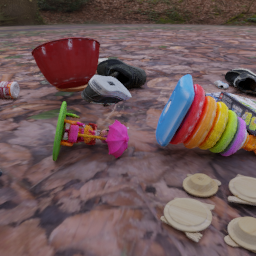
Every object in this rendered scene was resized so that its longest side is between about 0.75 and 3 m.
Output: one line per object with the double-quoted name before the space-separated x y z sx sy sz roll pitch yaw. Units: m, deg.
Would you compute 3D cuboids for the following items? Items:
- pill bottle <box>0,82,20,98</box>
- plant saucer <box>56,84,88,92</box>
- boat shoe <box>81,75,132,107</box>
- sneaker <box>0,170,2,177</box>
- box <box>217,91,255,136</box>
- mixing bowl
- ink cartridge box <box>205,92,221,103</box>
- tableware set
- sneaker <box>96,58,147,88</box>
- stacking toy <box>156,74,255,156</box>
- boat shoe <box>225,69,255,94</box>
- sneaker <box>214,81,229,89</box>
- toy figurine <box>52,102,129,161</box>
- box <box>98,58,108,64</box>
"pill bottle" -5.076 -1.541 11.274 1.210 0.663 0.663 3 25 4
"plant saucer" -2.494 -2.006 12.775 1.607 0.259 1.607 -1 25 0
"boat shoe" -0.542 -0.906 7.167 0.694 0.625 1.962 52 19 14
"sneaker" -3.342 0.744 6.254 0.648 0.668 1.829 -37 50 -24
"box" 3.807 -0.336 8.102 1.580 0.499 2.871 14 19 -6
"mixing bowl" -2.194 -2.287 10.551 2.571 1.392 2.571 -11 -1 0
"ink cartridge box" 3.439 -1.013 10.592 1.308 0.287 1.321 -7 27 -16
"tableware set" 1.765 1.442 5.312 1.845 0.256 2.209 10 27 23
"sneaker" -0.709 -2.510 12.853 2.856 1.092 1.636 27 29 35
"stacking toy" 2.331 0.056 7.058 2.972 1.631 1.725 23 29 -3
"boat shoe" 4.979 -2.039 12.109 0.807 0.857 2.386 -5 27 -22
"sneaker" 4.135 -1.928 12.595 0.332 0.287 0.766 -19 30 -25
"toy figurine" -0.885 0.223 7.223 1.796 1.465 1.951 10 -2 -10
"box" -1.262 -3.432 15.504 0.664 0.553 1.616 -7 26 -15
